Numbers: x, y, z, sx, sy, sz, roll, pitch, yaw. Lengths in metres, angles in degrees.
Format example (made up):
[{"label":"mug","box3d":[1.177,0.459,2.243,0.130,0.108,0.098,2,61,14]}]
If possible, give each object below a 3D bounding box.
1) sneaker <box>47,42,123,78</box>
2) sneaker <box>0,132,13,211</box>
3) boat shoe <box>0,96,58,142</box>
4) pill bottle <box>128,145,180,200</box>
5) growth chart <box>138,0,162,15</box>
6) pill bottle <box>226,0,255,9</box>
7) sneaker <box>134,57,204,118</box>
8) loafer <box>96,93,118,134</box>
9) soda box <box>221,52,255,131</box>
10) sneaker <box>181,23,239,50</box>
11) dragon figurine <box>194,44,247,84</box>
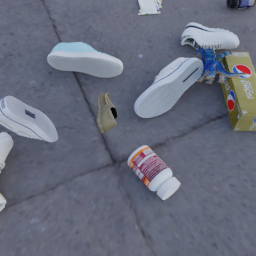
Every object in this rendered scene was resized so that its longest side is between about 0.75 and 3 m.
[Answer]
[{"label":"sneaker","box3d":[-1.506,-2.730,10.432,2.888,1.067,1.183,12,62,7]},{"label":"sneaker","box3d":[-3.748,1.495,7.758,1.528,0.974,2.644,27,70,15]},{"label":"boat shoe","box3d":[-2.780,-0.135,7.629,0.713,2.181,0.802,-24,55,14]},{"label":"pill bottle","box3d":[0.727,1.255,7.924,0.806,0.806,1.472,-33,61,-20]},{"label":"growth chart","box3d":[1.009,-5.776,13.017,1.175,0.144,1.624,-1,56,-2]},{"label":"pill bottle","box3d":[5.127,-5.766,12.701,1.161,0.649,0.649,-8,57,-6]},{"label":"sneaker","box3d":[1.299,-1.415,9.725,2.942,1.074,1.042,-37,32,-15]},{"label":"loafer","box3d":[-0.570,-0.456,8.007,0.544,0.614,1.614,-9,43,5]},{"label":"soda box","box3d":[3.841,-1.303,9.545,0.899,0.951,2.809,0,57,0]},{"label":"sneaker","box3d":[3.233,-3.438,11.154,2.233,0.853,0.899,18,67,19]},{"label":"dragon figurine","box3d":[2.983,-2.274,9.591,0.824,2.800,1.392,9,94,-11]}]
